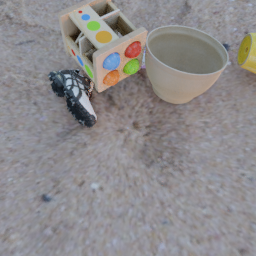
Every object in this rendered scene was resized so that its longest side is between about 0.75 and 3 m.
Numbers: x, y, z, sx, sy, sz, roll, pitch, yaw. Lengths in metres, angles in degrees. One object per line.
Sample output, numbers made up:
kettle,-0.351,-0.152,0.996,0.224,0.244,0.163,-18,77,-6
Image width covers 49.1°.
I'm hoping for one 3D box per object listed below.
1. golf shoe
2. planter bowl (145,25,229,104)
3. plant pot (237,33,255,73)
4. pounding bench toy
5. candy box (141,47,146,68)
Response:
golf shoe,-1.510,-1.131,8.959,1.252,1.030,2.650,-25,56,-24
planter bowl,1.643,-1.849,8.927,2.502,1.684,2.502,6,49,-6
plant pot,4.608,-2.429,9.261,1.609,1.711,1.711,10,59,-2
pounding bench toy,-0.710,-2.247,8.823,1.705,2.745,2.141,-33,71,-18
candy box,0.361,-2.538,10.105,0.721,0.308,0.860,3,52,7
